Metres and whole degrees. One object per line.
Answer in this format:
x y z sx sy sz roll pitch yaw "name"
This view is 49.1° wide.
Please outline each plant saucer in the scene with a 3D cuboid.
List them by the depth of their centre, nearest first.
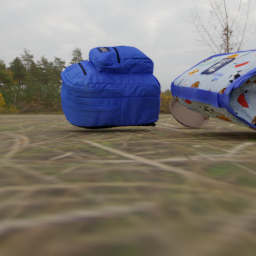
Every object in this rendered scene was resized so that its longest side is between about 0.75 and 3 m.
1.619 -0.420 7.469 1.129 1.129 0.195 -1 -35 -17 "plant saucer"

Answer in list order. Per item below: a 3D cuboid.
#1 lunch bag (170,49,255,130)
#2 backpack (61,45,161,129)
2.179 -0.670 5.086 2.303 1.426 1.958 -2 13 -16 "lunch bag"
-0.499 -0.949 6.383 2.061 1.730 1.675 -8 24 -15 "backpack"
